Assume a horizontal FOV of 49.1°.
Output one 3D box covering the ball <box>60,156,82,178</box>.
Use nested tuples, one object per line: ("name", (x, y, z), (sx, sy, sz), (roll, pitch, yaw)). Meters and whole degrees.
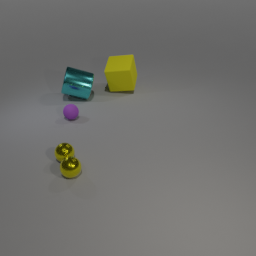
("ball", (-1.870, 1.276, 9.131), (0.700, 0.700, 0.700), (0, 29, 0))

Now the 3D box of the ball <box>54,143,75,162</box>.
("ball", (-2.233, 0.861, 9.860), (0.700, 0.700, 0.700), (0, 29, 0))

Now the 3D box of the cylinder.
("cylinder", (-2.595, -2.298, 14.378), (1.400, 1.400, 1.400), (13, 27, -15))

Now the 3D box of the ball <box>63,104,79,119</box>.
("ball", (-2.571, -0.735, 12.624), (0.700, 0.700, 0.700), (0, 29, 0))

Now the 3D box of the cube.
("cube", (-0.350, -2.982, 15.270), (1.400, 1.400, 1.400), (-1, 48, 14))
